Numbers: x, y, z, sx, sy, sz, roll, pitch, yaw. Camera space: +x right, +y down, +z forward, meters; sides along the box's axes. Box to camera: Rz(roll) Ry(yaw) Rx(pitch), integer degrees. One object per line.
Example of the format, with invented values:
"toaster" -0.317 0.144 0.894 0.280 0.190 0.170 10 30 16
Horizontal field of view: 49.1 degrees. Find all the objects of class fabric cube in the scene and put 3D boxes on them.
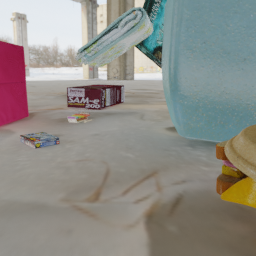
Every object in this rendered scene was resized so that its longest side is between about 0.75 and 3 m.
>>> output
"fabric cube" -4.328 -1.241 7.712 2.252 2.296 2.288 0 11 6

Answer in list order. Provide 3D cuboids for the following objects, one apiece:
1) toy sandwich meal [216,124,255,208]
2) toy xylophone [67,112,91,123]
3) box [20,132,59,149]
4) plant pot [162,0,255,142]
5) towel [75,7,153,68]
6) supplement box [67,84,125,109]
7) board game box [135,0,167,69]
"toy sandwich meal" 2.025 0.561 2.788 2.480 0.849 2.480 3 15 -1
"toy xylophone" -1.409 -0.303 8.321 0.586 0.201 0.800 3 12 13
"box" -1.832 0.241 5.785 0.523 0.152 0.764 -10 15 -40
"plant pot" 1.956 -1.163 5.719 2.722 2.780 2.730 9 12 2
"towel" -0.351 -2.615 8.399 2.299 0.554 1.968 -30 3 13
"supplement box" -1.267 -1.400 12.036 1.521 0.851 2.796 5 12 18
"board game box" 1.235 -3.909 10.337 0.401 2.848 1.926 9 -13 45
